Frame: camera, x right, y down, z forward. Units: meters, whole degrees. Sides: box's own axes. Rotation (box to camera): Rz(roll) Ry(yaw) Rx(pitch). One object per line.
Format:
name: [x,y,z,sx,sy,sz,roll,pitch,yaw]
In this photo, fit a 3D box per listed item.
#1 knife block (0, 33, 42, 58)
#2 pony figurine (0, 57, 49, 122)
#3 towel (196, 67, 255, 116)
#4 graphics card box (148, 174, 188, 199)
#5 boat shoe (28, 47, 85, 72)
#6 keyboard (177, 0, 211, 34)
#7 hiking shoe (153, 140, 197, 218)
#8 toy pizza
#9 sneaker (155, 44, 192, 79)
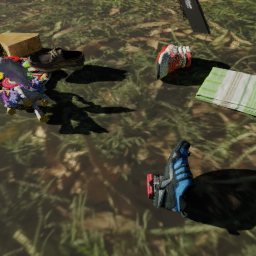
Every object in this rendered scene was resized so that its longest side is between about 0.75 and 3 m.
knife block: [-4.945,-3.564,11.702,1.805,0.658,2.057,34,53,30]
pony figurine: [-3.288,-1.078,8.624,1.811,1.562,1.876,14,31,-32]
towel: [3.956,-1.143,9.325,2.888,0.443,2.155,19,43,23]
graphics card box: [0.918,1.375,6.592,0.906,0.231,0.569,0,43,1]
boat shoe: [-2.577,-2.595,10.233,2.085,0.764,0.777,-10,58,-28]
keyboard: [1.885,-3.918,8.450,0.444,2.238,1.165,-40,35,-5]
hiking shoe: [1.189,1.099,6.342,0.787,0.676,1.816,20,57,12]
toy pizza: [-4.129,-1.995,10.161,2.624,0.416,2.624,0,42,0]
sneaker: [1.752,-2.501,10.480,1.183,0.737,2.208,9,40,13]
